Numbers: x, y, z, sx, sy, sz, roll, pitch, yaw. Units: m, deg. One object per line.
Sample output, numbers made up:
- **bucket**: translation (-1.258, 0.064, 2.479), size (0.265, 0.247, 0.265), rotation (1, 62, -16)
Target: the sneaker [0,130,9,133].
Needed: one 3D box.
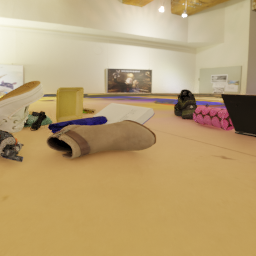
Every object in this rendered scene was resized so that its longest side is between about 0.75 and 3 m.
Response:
- **sneaker**: translation (-4.288, 0.021, 9.618), size (0.597, 0.500, 1.316), rotation (9, 17, 1)

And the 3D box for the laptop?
- **laptop**: translation (4.581, -0.367, 8.805), size (2.424, 1.405, 2.269), rotation (-6, 12, -33)

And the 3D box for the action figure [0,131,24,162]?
- **action figure**: translation (-2.867, 0.272, 6.295), size (1.430, 0.748, 1.384), rotation (10, -18, 29)

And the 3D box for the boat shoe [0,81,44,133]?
- **boat shoe**: translation (-2.997, -0.370, 7.203), size (2.813, 0.975, 0.996), rotation (-17, 22, 35)

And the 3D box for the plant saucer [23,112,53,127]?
- **plant saucer**: translation (-4.493, -0.402, 12.109), size (2.377, 0.427, 2.377), rotation (0, 9, 0)

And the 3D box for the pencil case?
- **pencil case**: translation (3.465, -0.421, 10.997), size (0.949, 0.920, 2.027), rotation (22, 4, -20)

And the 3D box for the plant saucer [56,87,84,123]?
- **plant saucer**: translation (-2.660, -1.057, 12.483), size (0.378, 1.558, 1.558), rotation (13, 14, 31)

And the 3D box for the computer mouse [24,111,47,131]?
- **computer mouse**: translation (-4.226, -0.423, 10.865), size (2.054, 0.473, 1.442), rotation (2, 28, 7)

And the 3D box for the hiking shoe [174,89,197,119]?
- **hiking shoe**: translation (3.029, -1.290, 14.432), size (1.070, 1.422, 2.825), rotation (-1, 9, -4)

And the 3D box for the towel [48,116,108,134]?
- **towel**: translation (-1.517, -0.080, 8.725), size (1.159, 0.389, 1.569), rotation (-4, 6, 36)

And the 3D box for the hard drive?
- **hard drive**: translation (-0.418, -0.248, 9.393), size (1.552, 0.298, 2.352), rotation (-39, 28, -23)

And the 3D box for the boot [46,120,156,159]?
- **boot**: translation (-0.727, 0.334, 6.739), size (2.319, 0.814, 1.695), rotation (4, 15, 38)

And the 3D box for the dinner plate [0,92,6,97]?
- **dinner plate**: translation (-12.339, -2.871, 25.691), size (2.239, 0.271, 2.239), rotation (-16, 22, 7)

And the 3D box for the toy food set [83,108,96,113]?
- **toy food set**: translation (-2.393, -1.003, 16.509), size (1.020, 0.297, 1.477), rotation (8, 4, 2)
